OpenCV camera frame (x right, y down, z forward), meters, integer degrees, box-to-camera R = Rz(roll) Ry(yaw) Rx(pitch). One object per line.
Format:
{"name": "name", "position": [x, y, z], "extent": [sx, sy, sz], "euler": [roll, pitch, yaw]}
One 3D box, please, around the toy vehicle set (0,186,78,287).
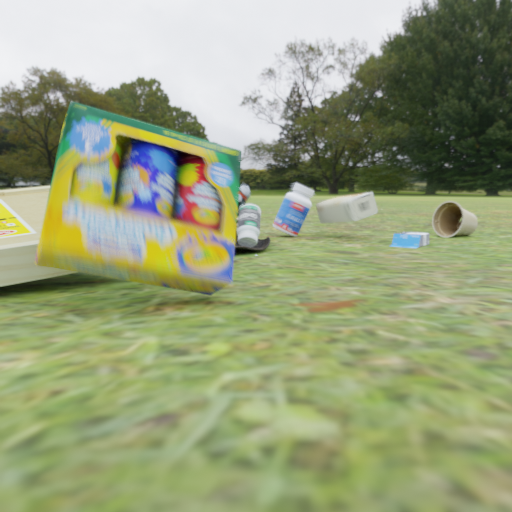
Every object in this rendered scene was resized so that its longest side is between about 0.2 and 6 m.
{"name": "toy vehicle set", "position": [-3.294, -0.246, 6.685], "extent": [3.345, 0.443, 2.078], "euler": [-12, 28, -36]}

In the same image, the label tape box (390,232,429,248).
{"name": "label tape box", "position": [3.021, -0.318, 11.033], "extent": [0.554, 0.243, 0.769], "euler": [5, 9, 34]}

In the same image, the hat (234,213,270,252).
{"name": "hat", "position": [-1.264, -0.821, 10.679], "extent": [3.382, 1.364, 3.382], "euler": [-1, 8, 0]}

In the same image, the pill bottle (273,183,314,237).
{"name": "pill bottle", "position": [0.871, -1.054, 12.750], "extent": [0.631, 1.124, 0.631], "euler": [23, 8, -4]}

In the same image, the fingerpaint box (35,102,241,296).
{"name": "fingerpaint box", "position": [-1.136, -0.528, 5.711], "extent": [1.837, 1.532, 0.674], "euler": [13, -22, -22]}

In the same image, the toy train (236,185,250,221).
{"name": "toy train", "position": [-0.418, -1.062, 11.327], "extent": [0.432, 0.578, 1.013], "euler": [36, -26, 0]}

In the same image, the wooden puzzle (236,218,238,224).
{"name": "wooden puzzle", "position": [-1.283, -0.922, 15.454], "extent": [1.298, 0.324, 1.401], "euler": [6, 5, 36]}

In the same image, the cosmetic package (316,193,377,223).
{"name": "cosmetic package", "position": [1.987, -1.056, 12.452], "extent": [0.704, 0.476, 1.339], "euler": [-20, 10, -25]}

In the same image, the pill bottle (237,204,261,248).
{"name": "pill bottle", "position": [-0.130, -0.530, 9.939], "extent": [0.404, 0.714, 0.404], "euler": [2, -33, 1]}

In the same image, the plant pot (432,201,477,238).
{"name": "plant pot", "position": [4.622, -0.779, 12.836], "extent": [0.767, 0.838, 0.838], "euler": [8, 2, -34]}
